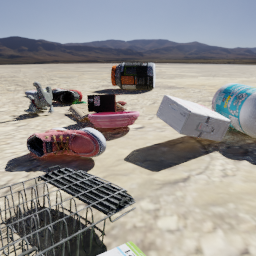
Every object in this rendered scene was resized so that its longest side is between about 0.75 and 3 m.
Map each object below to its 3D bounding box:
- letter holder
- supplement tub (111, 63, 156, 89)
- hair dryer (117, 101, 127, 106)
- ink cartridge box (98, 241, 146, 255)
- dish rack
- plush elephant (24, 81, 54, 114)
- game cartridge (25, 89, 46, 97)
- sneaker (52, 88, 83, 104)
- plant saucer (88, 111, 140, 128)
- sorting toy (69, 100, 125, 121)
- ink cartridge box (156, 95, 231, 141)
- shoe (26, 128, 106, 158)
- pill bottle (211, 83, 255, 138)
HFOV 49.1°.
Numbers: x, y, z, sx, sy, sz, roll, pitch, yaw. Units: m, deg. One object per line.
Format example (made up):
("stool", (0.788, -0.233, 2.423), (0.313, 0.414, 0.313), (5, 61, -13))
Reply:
("letter holder", (-0.696, -0.889, 9.847), (1.207, 0.607, 0.858), (3, 9, 33))
("supplement tub", (0.350, -3.237, 17.431), (2.655, 1.627, 1.627), (3, 16, 9))
("hair dryer", (-0.509, -1.113, 12.527), (0.926, 0.251, 0.705), (-1, 15, -7))
("ink cartridge box", (-0.275, 1.663, 2.322), (1.373, 0.520, 1.015), (-9, 18, -32))
("dish rack", (-1.209, 1.231, 3.680), (1.917, 0.682, 2.500), (16, 20, 39))
("plush elephant", (-3.543, -1.033, 11.054), (1.019, 1.316, 1.084), (-19, -2, 15))
("game cartridge", (-4.744, -1.921, 15.346), (0.973, 0.299, 1.462), (17, 23, 35))
("sneaker", (-3.110, -1.493, 13.084), (1.863, 0.659, 0.910), (6, 15, 14))
("plant saucer", (-0.442, -0.283, 8.987), (1.649, 0.418, 1.649), (-3, 7, 0))
("sorting toy", (-1.381, -0.774, 11.135), (1.797, 0.358, 2.432), (-12, 23, -23))
("ink cartridge box", (1.756, -0.268, 7.616), (1.631, 0.675, 1.195), (10, 21, -34))
("shoe", (-1.488, 0.402, 6.514), (1.987, 0.710, 0.904), (6, 18, 38))
("pill bottle", (3.672, -0.524, 8.336), (1.400, 1.400, 2.527), (-3, 16, -12))
